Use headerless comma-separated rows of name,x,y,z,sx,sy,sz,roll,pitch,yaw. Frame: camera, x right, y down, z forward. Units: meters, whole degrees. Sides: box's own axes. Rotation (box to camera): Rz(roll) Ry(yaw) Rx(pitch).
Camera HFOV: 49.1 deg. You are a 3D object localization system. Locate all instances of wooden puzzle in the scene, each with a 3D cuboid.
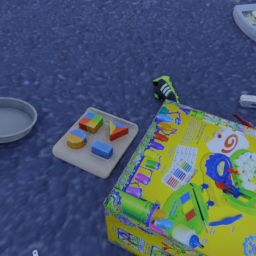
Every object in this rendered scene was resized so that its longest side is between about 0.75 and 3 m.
wooden puzzle,-0.770,0.228,6.857,1.567,0.392,1.691,22,53,17

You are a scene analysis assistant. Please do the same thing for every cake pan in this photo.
cake pan,-3.152,-0.206,7.027,1.668,0.306,1.668,9,37,-7

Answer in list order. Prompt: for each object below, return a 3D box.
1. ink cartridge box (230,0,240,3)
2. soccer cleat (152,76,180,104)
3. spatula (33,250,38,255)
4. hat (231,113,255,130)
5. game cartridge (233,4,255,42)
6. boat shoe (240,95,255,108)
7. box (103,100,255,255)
ink cartridge box,2.778,-4.401,6.379,1.006,1.671,2.300,22,76,-6
soccer cleat,1.069,-0.885,7.807,0.595,0.495,1.467,-17,47,5
spatula,-1.838,2.823,4.851,0.841,0.097,1.209,-17,52,-13
hat,3.115,0.481,6.739,1.296,1.378,1.565,49,60,-17
game cartridge,4.897,-3.941,10.399,1.518,0.466,2.281,-10,50,-3
boat shoe,3.613,-0.716,7.706,1.011,0.364,0.332,8,54,18
box,1.311,1.207,5.213,2.546,1.612,2.643,21,52,17
